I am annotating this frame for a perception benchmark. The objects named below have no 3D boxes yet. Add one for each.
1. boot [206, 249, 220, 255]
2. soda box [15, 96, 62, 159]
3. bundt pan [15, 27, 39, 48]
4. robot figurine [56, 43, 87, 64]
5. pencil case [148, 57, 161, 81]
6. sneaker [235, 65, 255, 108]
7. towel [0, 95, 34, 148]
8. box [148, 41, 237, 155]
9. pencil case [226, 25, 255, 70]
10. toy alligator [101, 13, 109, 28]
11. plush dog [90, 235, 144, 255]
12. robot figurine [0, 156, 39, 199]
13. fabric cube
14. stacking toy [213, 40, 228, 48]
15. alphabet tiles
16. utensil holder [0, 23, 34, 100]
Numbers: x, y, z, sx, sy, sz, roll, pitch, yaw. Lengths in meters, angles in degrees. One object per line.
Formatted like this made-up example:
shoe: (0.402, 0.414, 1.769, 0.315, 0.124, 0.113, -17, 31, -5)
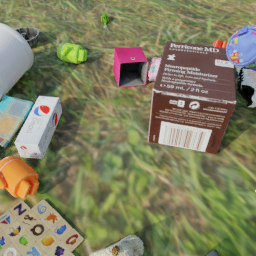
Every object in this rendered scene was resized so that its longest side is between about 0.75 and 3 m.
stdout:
boot: (2.216, 3.162, 5.457, 1.429, 0.569, 1.733, -24, 47, -23)
soda box: (-2.609, -0.067, 8.393, 0.690, 0.645, 2.025, 5, 47, 5)
bundt pan: (-4.436, -3.831, 12.062, 1.291, 0.484, 1.291, 0, 46, 0)
robot figurine: (-2.253, -2.962, 11.077, 1.226, 0.709, 1.076, 14, 21, 12)
pencil case: (1.809, -1.893, 9.935, 2.145, 0.938, 0.938, 16, 49, 11)
sneaker: (4.245, -1.726, 9.745, 1.072, 0.987, 2.679, -7, 47, -4)
towel: (-3.760, -0.258, 8.593, 1.206, 0.178, 1.645, 15, 63, 19)
box: (1.833, -0.930, 8.234, 2.080, 2.058, 2.507, 9, 47, 9)
pencil case: (3.805, -2.193, 7.928, 2.565, 1.001, 1.114, -5, 85, -42)
toy alligator: (-1.120, -5.251, 13.507, 0.357, 0.327, 1.204, -4, 47, -4)
plush dog: (-0.094, 2.866, 5.535, 1.295, 1.039, 1.112, -19, 75, -16)
robot figurine: (-2.832, 1.217, 7.099, 1.317, 0.768, 0.947, 34, 57, 28)
fabric cube: (0.066, -2.209, 10.086, 1.029, 1.049, 1.045, -6, 46, -12)
stacking toy: (4.286, -3.319, 11.510, 1.559, 0.666, 0.666, 20, 50, 22)
alphabet tiles: (-2.184, 2.665, 6.208, 2.279, 0.072, 1.896, 33, 55, 28)
utensil holder: (-4.617, -2.065, 9.402, 1.966, 1.966, 2.314, 11, 49, 10)
